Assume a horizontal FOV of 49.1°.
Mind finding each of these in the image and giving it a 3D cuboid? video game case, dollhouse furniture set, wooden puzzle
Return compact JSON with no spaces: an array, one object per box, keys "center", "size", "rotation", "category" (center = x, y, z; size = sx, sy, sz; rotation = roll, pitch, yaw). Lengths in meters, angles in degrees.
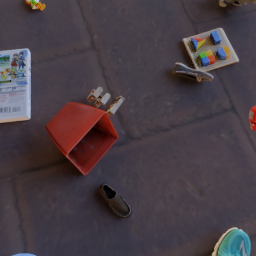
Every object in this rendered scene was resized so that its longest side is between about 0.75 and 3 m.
[{"center":[-4.663,-1.341,9.236],"size":[2.838,0.312,2.587],"rotation":[-7,70,-2],"category":"video game case"},{"center":[-0.699,-0.943,8.836],"size":[0.948,0.831,0.630],"rotation":[39,74,-14],"category":"dollhouse furniture set"},{"center":[2.891,-2.770,9.731],"size":[1.592,0.369,1.475],"rotation":[-16,70,-6],"category":"wooden puzzle"}]

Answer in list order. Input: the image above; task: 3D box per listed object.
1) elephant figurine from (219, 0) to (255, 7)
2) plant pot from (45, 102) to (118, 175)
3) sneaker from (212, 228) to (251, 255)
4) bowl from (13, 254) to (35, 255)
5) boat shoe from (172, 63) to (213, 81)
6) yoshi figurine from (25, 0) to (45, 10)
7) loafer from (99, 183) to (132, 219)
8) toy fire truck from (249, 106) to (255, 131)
[{"center":[4.104,-4.859,10.246],"size":[1.371,0.970,1.064],"rotation":[11,84,11],"category":"elephant figurine"},{"center":[-1.415,0.155,8.110],"size":[1.371,1.554,1.555],"rotation":[34,73,26],"category":"plant pot"},{"center":[2.537,3.699,7.018],"size":[0.924,0.950,2.385],"rotation":[26,71,9],"category":"sneaker"},{"center":[-2.824,4.200,7.149],"size":[1.806,0.355,1.806],"rotation":[0,70,0],"category":"bowl"},{"center":[2.136,-1.761,9.351],"size":[1.352,0.452,0.385],"rotation":[24,84,13],"category":"boat shoe"},{"center":[-3.487,-4.814,10.473],"size":[0.866,0.486,0.485],"rotation":[40,59,16],"category":"yoshi figurine"},{"center":[-0.381,2.051,7.899],"size":[1.227,0.438,0.448],"rotation":[42,75,14],"category":"loafer"},{"center":[3.630,-0.657,6.386],"size":[1.719,0.419,1.213],"rotation":[-11,105,9],"category":"toy fire truck"}]
